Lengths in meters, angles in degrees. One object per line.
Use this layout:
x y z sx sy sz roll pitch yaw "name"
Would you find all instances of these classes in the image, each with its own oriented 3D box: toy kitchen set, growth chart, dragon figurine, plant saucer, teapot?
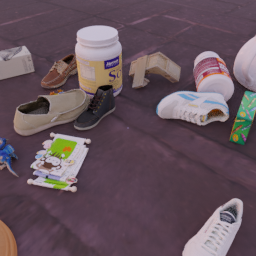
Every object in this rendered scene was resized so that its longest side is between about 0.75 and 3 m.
0.980 -1.949 10.949 1.518 1.369 1.238 -5 69 48 "toy kitchen set"
-1.885 0.870 7.728 1.513 0.185 2.091 4 39 6 "growth chart"
-3.306 0.738 7.678 1.448 0.426 0.720 24 45 28 "dragon figurine"
-3.513 2.672 5.307 2.614 0.489 2.614 0 40 0 "plant saucer"
5.490 -2.714 10.485 2.919 2.160 2.957 4 41 5 "teapot"

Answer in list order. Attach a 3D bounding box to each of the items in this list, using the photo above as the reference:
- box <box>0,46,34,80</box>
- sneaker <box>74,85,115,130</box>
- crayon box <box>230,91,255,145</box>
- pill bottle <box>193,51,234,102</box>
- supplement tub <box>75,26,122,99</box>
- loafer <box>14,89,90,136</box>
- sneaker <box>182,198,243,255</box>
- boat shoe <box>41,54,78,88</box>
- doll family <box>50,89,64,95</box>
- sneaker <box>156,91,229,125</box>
-5.156 -2.532 11.305 2.435 0.832 1.000 -21 44 -23 "box"
-1.104 -0.712 9.018 0.665 0.944 1.777 24 45 26 "sneaker"
3.588 -0.341 8.582 0.457 0.932 1.569 18 43 21 "crayon box"
3.043 -1.885 10.237 1.207 1.207 2.203 3 40 4 "pill bottle"
-1.007 -2.296 9.933 1.605 2.208 1.605 0 40 0 "supplement tub"
-2.353 -0.632 8.880 2.608 0.891 0.987 -30 59 -27 "loafer"
1.710 2.165 5.543 0.748 0.789 1.959 32 44 20 "sneaker"
-2.708 -2.292 11.062 0.810 0.768 2.140 15 42 17 "boat shoe"
-2.435 -1.127 9.933 0.933 0.420 0.579 -19 43 -22 "doll family"
2.072 -0.595 8.963 2.303 0.881 0.930 -5 45 -2 "sneaker"
